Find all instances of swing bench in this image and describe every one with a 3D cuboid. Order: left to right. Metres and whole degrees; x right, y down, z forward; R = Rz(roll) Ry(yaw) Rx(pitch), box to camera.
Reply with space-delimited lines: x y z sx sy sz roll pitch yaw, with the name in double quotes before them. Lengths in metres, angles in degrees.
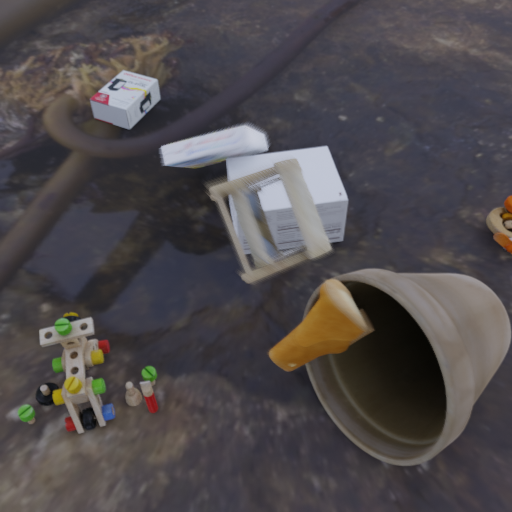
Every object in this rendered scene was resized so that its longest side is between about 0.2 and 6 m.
"swing bench" 0.215 -0.472 7.342 1.297 0.842 1.290 -22 92 -4

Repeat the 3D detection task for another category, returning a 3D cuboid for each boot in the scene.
"boot" 0.681 0.927 6.641 1.234 1.723 0.606 -30 62 11

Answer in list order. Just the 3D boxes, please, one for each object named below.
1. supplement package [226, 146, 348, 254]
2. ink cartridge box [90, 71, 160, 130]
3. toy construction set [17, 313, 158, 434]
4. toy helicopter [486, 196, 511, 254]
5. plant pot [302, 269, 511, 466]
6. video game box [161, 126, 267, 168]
"supplement package" 0.476 -0.962 9.556 1.814 1.006 1.413 -7 50 -5
"ink cartridge box" -2.777 -3.356 11.972 0.916 0.520 1.257 19 52 16
"toy construction set" -2.129 1.472 7.288 1.683 1.293 1.404 10 50 8
"toy helicopter" 4.509 -0.262 9.306 1.479 0.583 0.978 38 54 16
"plant pot" 2.104 1.140 7.172 2.033 2.343 2.343 -15 49 -33
"video game box" -0.676 -1.875 9.819 1.487 0.382 1.632 -13 4 12
